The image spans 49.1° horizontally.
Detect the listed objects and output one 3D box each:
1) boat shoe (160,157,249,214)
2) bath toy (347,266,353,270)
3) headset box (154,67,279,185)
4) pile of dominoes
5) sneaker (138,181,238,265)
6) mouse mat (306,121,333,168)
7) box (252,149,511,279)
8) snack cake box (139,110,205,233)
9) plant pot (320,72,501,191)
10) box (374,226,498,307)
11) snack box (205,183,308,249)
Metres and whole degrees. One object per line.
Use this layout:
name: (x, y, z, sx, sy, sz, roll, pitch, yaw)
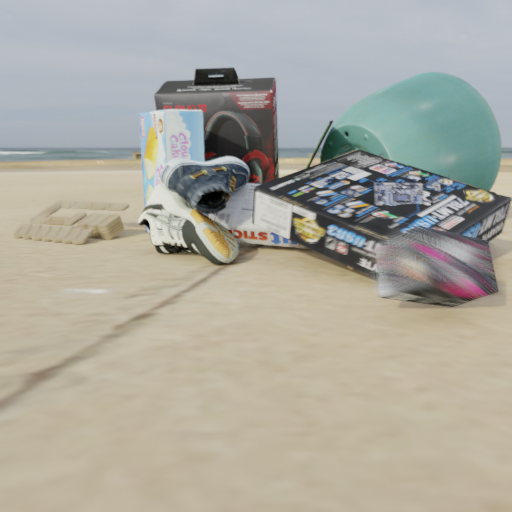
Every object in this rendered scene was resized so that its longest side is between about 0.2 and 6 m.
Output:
boat shoe: (-0.634, -1.159, 9.600, 0.934, 0.728, 2.057, 43, 31, 25)
bath toy: (1.870, -0.132, 8.678, 1.211, 0.527, 0.448, -18, 1, -33)
headset box: (-0.810, -2.592, 13.081, 2.622, 3.528, 1.323, 1, 30, 6)
pile of dominoes: (-3.843, -0.618, 11.713, 2.200, 0.350, 1.715, 5, 32, 27)
sneaker: (-1.194, -0.327, 9.478, 0.898, 1.040, 2.374, 33, 6, -45)
mouse mat: (0.999, -1.698, 12.225, 0.122, 2.618, 3.253, 28, 12, 1)
box: (1.921, -0.705, 8.560, 2.866, 0.717, 2.888, 27, 37, 34)
snack cake box: (-1.720, -1.669, 11.514, 0.854, 2.541, 1.461, -7, 13, -28)
plant pot: (3.109, -2.128, 12.418, 2.749, 3.426, 3.426, -22, 22, -34)
box: (1.894, 0.135, 5.953, 1.061, 0.608, 0.701, 10, -23, -27)
snack box: (0.900, -0.702, 10.057, 3.570, 0.434, 1.283, 6, 45, 13)
